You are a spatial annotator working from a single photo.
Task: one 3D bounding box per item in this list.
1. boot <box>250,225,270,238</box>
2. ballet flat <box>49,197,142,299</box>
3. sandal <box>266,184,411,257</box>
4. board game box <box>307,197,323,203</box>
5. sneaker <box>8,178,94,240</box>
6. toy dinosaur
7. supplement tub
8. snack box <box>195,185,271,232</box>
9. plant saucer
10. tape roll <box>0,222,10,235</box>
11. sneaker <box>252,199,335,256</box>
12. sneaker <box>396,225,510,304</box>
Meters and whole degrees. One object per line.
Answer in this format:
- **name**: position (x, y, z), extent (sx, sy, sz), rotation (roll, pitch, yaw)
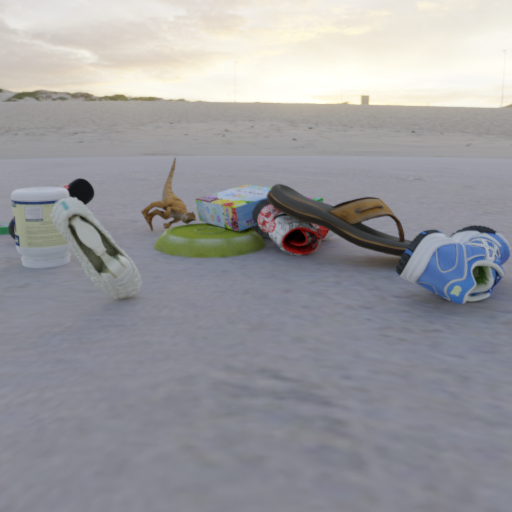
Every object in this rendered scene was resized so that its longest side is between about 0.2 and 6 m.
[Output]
- **boot**: position (0.510, -0.695, 13.322), extent (1.582, 0.582, 0.756), rotation (-5, -7, -1)
- **ballet flat**: position (-2.200, -0.011, 7.885), extent (0.660, 1.840, 0.660), rotation (-24, 32, 17)
- **sandal**: position (1.863, -0.796, 10.659), extent (3.393, 0.926, 1.387), rotation (25, 13, 14)
- **board game box**: position (0.797, -1.498, 16.807), extent (2.055, 0.414, 1.572), rotation (6, 14, 23)
- **sneaker**: position (-5.057, -0.881, 13.405), extent (1.359, 0.847, 2.536), rotation (-25, 19, 40)
- **toy dinosaur**: position (-2.127, -1.266, 13.749), extent (1.386, 0.788, 2.609), rotation (-27, 43, -6)
- **supplement tub**: position (-3.979, -0.546, 10.470), extent (1.011, 1.395, 1.011), rotation (0, 13, 0)
- **snack box**: position (-0.297, -1.131, 12.722), extent (1.494, 0.600, 1.772), rotation (-20, 22, -29)
- **plant saucer**: position (-0.993, -0.395, 12.133), extent (2.416, 0.375, 2.416), rotation (1, 13, 0)
- **tape roll**: position (-6.092, -0.683, 13.756), extent (0.831, 0.200, 0.831), rotation (0, 13, 0)
- **sneaker**: position (1.121, -0.462, 11.797), extent (2.386, 0.797, 1.279), rotation (10, 28, -38)
- **sneaker**: position (3.278, 0.217, 8.635), extent (2.796, 1.059, 1.077), rotation (-10, 41, -43)
